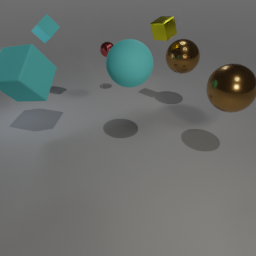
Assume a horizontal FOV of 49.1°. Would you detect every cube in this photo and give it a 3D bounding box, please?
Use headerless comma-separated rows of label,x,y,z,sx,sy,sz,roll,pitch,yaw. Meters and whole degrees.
cube,-3.577,-1.841,9.649,1.400,1.400,1.400,2,68,25
cube,-3.372,-4.053,11.469,0.700,0.700,0.700,-8,47,53
cube,1.419,-3.947,11.111,0.700,0.700,0.700,21,52,42

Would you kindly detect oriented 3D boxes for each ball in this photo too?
ball,0.047,-1.911,8.332,1.400,1.400,1.400,0,30,0
ball,2.989,-1.145,8.085,1.400,1.400,1.400,0,30,0
ball,2.264,-2.966,11.622,1.400,1.400,1.400,0,30,0
ball,-0.949,-3.645,13.011,0.700,0.700,0.700,0,30,0
